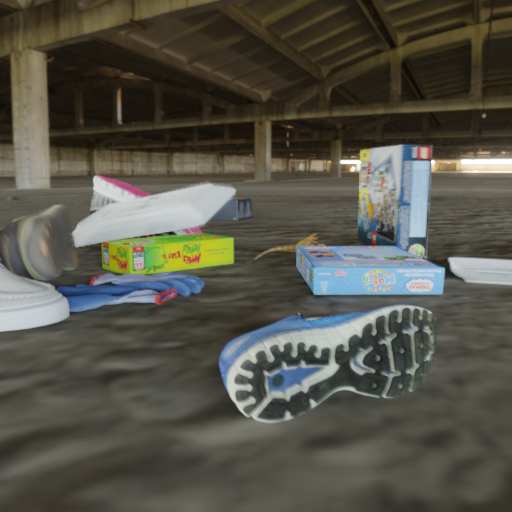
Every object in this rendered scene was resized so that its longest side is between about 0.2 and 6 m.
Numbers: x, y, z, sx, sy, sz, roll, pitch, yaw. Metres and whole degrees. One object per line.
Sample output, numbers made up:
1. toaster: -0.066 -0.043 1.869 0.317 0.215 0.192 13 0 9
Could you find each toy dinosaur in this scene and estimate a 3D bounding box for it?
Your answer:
1. toy dinosaur: 0.854 -0.139 10.504 1.609 0.486 0.855 5 11 32

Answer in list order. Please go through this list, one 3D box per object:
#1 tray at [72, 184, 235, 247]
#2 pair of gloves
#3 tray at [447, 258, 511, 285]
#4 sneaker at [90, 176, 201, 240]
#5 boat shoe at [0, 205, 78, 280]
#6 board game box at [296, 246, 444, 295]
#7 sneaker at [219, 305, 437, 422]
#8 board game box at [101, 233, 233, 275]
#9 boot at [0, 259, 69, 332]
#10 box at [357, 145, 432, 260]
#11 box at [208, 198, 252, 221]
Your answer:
1. tray: -2.067 -0.818 10.585 3.135 0.348 1.683 -8 23 24
2. pair of gloves: -1.723 0.467 7.462 1.711 0.242 2.129 0 8 14
3. tray: 4.139 0.270 8.626 2.238 0.248 1.202 3 10 16
4. sneaker: -2.513 -0.666 12.258 2.897 1.267 1.069 27 13 16
5. boat shoe: -3.506 -0.200 8.691 1.106 1.124 3.018 -9 3 -9
6. board game box: 1.606 0.173 8.622 1.769 0.428 2.339 0 9 -1
7. sneaker: 0.582 0.693 4.379 1.884 0.740 0.840 -4 12 -22
8. board game box: -1.532 -0.055 9.889 2.068 0.492 1.050 -7 12 -39
9. boot: -3.382 0.098 6.336 2.689 1.285 0.989 2 9 15
10. box: 2.743 -1.151 11.537 0.588 2.133 3.122 -1 9 -3
11. box: -0.987 -1.594 19.010 1.344 0.700 1.224 3 11 22
